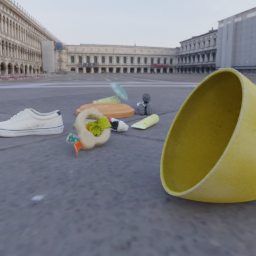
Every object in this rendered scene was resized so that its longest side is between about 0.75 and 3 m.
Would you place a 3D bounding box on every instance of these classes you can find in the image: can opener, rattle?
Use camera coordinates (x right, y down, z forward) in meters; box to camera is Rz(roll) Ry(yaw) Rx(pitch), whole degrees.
[{"bbox_3d":[0.897,-1.350,15.293,0.734,0.920,2.751,0,12,1],"label":"can opener"},{"bbox_3d":[-1.437,0.286,8.485,1.332,1.214,1.864,-12,34,37],"label":"rattle"}]

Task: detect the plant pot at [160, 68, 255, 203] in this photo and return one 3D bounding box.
[{"bbox_3d":[1.854,0.365,4.947,1.645,2.318,2.318,25,7,-13],"label":"plant pot"}]

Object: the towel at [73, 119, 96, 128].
[{"bbox_3d":[-1.657,-0.163,11.419,0.846,0.208,1.141,3,11,12],"label":"towel"}]

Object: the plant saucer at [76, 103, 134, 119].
[{"bbox_3d":[-1.159,-0.939,14.463,2.988,0.482,2.988,0,13,0],"label":"plant saucer"}]

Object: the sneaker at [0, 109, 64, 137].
[{"bbox_3d":[-3.657,-0.243,10.025,2.608,0.923,0.952,-4,12,-17],"label":"sneaker"}]

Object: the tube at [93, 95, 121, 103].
[{"bbox_3d":[-1.300,-1.586,17.029,1.640,0.476,0.426,-16,10,-18],"label":"tube"}]

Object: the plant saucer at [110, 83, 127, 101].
[{"bbox_3d":[-0.470,-2.272,17.033,0.283,1.470,1.470,-42,-1,19],"label":"plant saucer"}]

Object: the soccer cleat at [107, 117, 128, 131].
[{"bbox_3d":[-0.468,-0.090,10.702,0.599,0.485,1.389,17,2,-27],"label":"soccer cleat"}]

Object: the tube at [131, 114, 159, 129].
[{"bbox_3d":[0.762,-0.215,11.328,0.448,0.400,1.542,-39,-8,35],"label":"tube"}]
